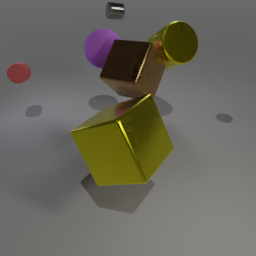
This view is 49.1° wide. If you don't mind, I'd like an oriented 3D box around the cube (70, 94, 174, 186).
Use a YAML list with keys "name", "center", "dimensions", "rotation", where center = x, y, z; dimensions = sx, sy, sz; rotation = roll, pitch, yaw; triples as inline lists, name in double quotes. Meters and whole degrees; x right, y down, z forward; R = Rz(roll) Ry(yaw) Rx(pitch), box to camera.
- name: "cube"
  center: [-0.085, 0.275, 6.112]
  dimensions: [1.400, 1.400, 1.400]
  rotation: [-12, 19, 39]

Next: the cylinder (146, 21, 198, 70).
- name: "cylinder"
  center: [1.481, -2.822, 9.797]
  dimensions: [1.400, 1.400, 1.400]
  rotation: [-13, 7, -20]

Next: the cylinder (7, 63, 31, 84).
- name: "cylinder"
  center: [-3.967, -2.014, 10.224]
  dimensions: [0.700, 0.700, 0.700]
  rotation: [-4, 16, -7]

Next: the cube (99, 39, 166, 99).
- name: "cube"
  center: [0.189, -1.840, 9.061]
  dimensions: [1.400, 1.400, 1.400]
  rotation: [15, 79, 30]

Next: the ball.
- name: "ball"
  center: [-0.887, -2.873, 10.190]
  dimensions: [1.400, 1.400, 1.400]
  rotation: [0, 33, 0]

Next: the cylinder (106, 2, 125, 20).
- name: "cylinder"
  center: [-0.587, -5.298, 12.695]
  dimensions: [0.700, 0.700, 0.700]
  rotation: [-4, 32, -22]
